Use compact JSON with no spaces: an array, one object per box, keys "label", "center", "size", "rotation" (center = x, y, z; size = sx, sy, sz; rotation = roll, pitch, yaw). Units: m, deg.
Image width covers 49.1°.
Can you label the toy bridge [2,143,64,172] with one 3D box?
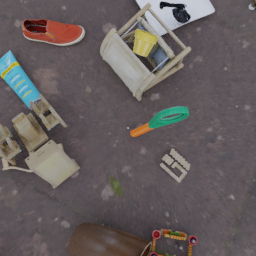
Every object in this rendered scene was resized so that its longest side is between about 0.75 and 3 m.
[{"label":"toy bridge","center":[-3.324,1.168,9.884],"size":[2.156,0.293,0.725],"rotation":[-15,80,-9]}]

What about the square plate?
[{"label":"square plate","center":[1.713,-5.232,11.431],"size":[2.679,0.385,2.705],"rotation":[-25,78,-6]}]

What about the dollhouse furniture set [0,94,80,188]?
[{"label":"dollhouse furniture set","center":[-3.052,0.579,9.756],"size":[2.233,1.693,2.548],"rotation":[-38,57,-8]}]

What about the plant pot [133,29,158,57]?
[{"label":"plant pot","center":[0.530,-2.873,9.524],"size":[0.795,0.795,0.748],"rotation":[24,113,6]}]

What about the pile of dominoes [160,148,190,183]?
[{"label":"pile of dominoes","center":[1.692,1.329,10.040],"size":[1.014,0.161,0.790],"rotation":[42,79,1]}]

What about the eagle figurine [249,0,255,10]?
[{"label":"eagle figurine","center":[5.426,-5.113,11.395],"size":[0.845,0.637,0.641],"rotation":[-9,120,-32]}]

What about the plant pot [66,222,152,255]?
[{"label":"plant pot","center":[-0.710,3.915,8.605],"size":[2.202,2.058,2.058],"rotation":[23,77,20]}]

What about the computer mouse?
[{"label":"computer mouse","center":[1.731,-4.280,10.507],"size":[1.091,1.554,0.358],"rotation":[17,98,19]}]

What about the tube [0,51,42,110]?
[{"label":"tube","center":[-4.109,-1.769,10.539],"size":[0.957,0.623,2.472],"rotation":[-41,76,-3]}]

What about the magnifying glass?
[{"label":"magnifying glass","center":[0.944,-0.174,9.288],"size":[1.003,2.520,0.282],"rotation":[3,69,-38]}]

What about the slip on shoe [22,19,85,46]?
[{"label":"slip on shoe","center":[-2.925,-3.784,10.903],"size":[2.449,0.749,0.907],"rotation":[5,75,0]}]

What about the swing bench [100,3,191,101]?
[{"label":"swing bench","center":[0.542,-2.715,10.249],"size":[2.366,1.535,2.353],"rotation":[-38,80,-8]}]

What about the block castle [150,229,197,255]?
[{"label":"block castle","center":[1.466,3.880,9.102],"size":[1.476,0.692,0.986],"rotation":[8,76,2]}]
